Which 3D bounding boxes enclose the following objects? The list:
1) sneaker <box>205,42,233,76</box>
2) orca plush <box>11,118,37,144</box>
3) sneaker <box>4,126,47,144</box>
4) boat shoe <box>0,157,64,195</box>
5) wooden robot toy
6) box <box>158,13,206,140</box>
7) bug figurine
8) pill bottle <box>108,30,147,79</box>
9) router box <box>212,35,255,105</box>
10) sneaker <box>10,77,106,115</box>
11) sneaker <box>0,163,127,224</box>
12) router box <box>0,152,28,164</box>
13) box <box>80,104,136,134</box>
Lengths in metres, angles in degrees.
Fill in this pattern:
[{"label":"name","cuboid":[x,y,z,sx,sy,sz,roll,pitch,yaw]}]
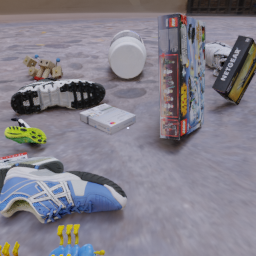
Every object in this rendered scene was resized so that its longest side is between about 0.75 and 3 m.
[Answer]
[{"label":"sneaker","cuboid":[3.948,-3.004,12.114,1.672,1.093,2.908,-19,36,-39]},{"label":"orca plush","cuboid":[-2.472,0.121,6.624,1.115,0.587,0.396,37,79,24]},{"label":"sneaker","cuboid":[-2.221,0.169,6.105,0.897,0.375,0.332,15,61,-29]},{"label":"boat shoe","cuboid":[-1.960,0.823,5.098,1.515,0.558,0.486,-12,21,-31]},{"label":"wooden robot toy","cuboid":[-3.161,-2.219,11.201,2.316,1.020,1.051,17,-4,31]},{"label":"box","cuboid":[1.287,-1.169,6.463,0.511,2.560,1.753,5,14,31]},{"label":"bug figurine","cuboid":[-1.050,1.910,2.949,1.446,0.480,1.865,-3,30,8]},{"label":"pill bottle","cuboid":[-0.031,-3.117,11.798,1.594,1.594,2.802,0,26,0]},{"label":"router box","cuboid":[3.269,-1.660,8.271,0.435,1.665,1.309,31,8,40]},{"label":"sneaker","cuboid":[-2.091,-1.117,8.540,2.752,0.914,1.245,-9,31,-13]},{"label":"sneaker","cuboid":[-1.025,1.135,4.418,2.027,0.767,0.781,4,49,8]},{"label":"router box","cuboid":[-2.343,0.801,5.486,0.788,0.193,0.707,-11,28,-21]},{"label":"box","cuboid":[-0.547,-0.279,7.598,1.236,0.255,0.964,21,34,38]}]
